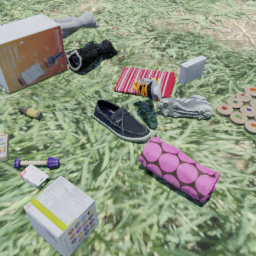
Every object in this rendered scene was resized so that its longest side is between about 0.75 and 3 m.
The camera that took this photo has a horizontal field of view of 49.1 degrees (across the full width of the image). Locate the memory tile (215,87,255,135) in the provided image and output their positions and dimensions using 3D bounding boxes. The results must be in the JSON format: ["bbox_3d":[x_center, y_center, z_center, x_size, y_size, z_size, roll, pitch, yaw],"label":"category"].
[{"bbox_3d":[4.973,-0.793,11.125,2.607,0.219,1.998,-29,51,-28],"label":"memory tile"}]

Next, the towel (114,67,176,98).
[{"bbox_3d":[0.794,-2.002,12.353,2.464,0.277,1.782,9,47,12],"label":"towel"}]

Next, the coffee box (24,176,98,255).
[{"bbox_3d":[-1.645,2.260,7.187,1.246,1.244,1.232,28,50,26],"label":"coffee box"}]

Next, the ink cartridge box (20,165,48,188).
[{"bbox_3d":[-2.874,1.526,8.661,0.816,0.275,0.475,24,49,25],"label":"ink cartridge box"}]

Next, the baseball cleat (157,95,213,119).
[{"bbox_3d":[2.192,-0.886,10.964,2.160,0.753,1.150,13,38,-1],"label":"baseball cleat"}]

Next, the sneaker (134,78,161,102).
[{"bbox_3d":[0.708,-1.389,10.041,0.813,0.824,2.106,0,12,-6],"label":"sneaker"}]

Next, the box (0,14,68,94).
[{"bbox_3d":[-4.434,-3.289,12.234,2.974,2.265,1.582,-32,51,-28],"label":"box"}]

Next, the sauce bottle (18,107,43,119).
[{"bbox_3d":[-3.792,-0.602,10.855,0.991,0.321,0.321,16,46,17],"label":"sauce bottle"}]

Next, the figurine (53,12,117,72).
[{"bbox_3d":[-2.073,-4.367,13.554,2.651,1.170,2.717,-33,91,-38],"label":"figurine"}]

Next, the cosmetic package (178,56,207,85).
[{"bbox_3d":[2.853,-2.558,12.431,1.272,0.959,0.329,-26,50,-25],"label":"cosmetic package"}]

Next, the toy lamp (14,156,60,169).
[{"bbox_3d":[-2.913,1.115,9.011,1.387,0.404,0.404,0,44,-2],"label":"toy lamp"}]

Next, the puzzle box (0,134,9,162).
[{"bbox_3d":[-4.946,0.783,9.476,1.724,0.219,1.147,-11,44,-11],"label":"puzzle box"}]

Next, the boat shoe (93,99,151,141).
[{"bbox_3d":[-0.271,-0.302,10.210,2.543,0.791,0.949,30,50,26],"label":"boat shoe"}]

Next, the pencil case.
[{"bbox_3d":[1.569,1.172,8.533,2.451,1.112,1.148,34,24,28],"label":"pencil case"}]
